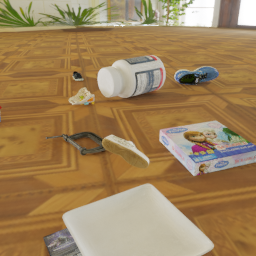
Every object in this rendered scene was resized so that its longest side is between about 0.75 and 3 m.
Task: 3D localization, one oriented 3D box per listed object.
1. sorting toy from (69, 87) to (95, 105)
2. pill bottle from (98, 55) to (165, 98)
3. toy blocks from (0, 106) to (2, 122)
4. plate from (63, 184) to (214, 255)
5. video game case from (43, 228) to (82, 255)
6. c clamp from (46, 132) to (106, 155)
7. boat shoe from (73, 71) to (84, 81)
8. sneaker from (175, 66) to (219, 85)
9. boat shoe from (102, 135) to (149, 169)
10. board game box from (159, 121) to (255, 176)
[{"bbox_3d":[-1.995,-1.219,11.840,0.937,0.556,1.040,-19,31,-19],"label":"sorting toy"},{"bbox_3d":[0.140,-2.289,12.655,2.826,1.690,1.690,-18,30,-34],"label":"pill bottle"},{"bbox_3d":[-5.080,-0.476,10.108,1.013,0.740,1.481,-1,27,-28],"label":"toy blocks"},{"bbox_3d":[0.095,1.960,5.164,2.081,0.337,2.086,-14,29,-26],"label":"plate"},{"bbox_3d":[-1.150,2.150,5.073,0.563,0.075,0.788,-14,27,-27],"label":"video game case"},{"bbox_3d":[-1.455,0.462,8.578,1.450,0.230,1.698,-16,27,-40],"label":"c clamp"},{"bbox_3d":[-2.783,-2.866,15.476,0.439,0.367,1.178,-10,28,-25],"label":"boat shoe"},{"bbox_3d":[3.598,-2.590,14.498,2.236,0.878,0.997,-8,32,2],"label":"sneaker"},{"bbox_3d":[0.006,0.510,6.763,1.268,0.449,0.440,30,40,13],"label":"boat shoe"},{"bbox_3d":[2.298,0.484,8.207,2.087,0.429,2.082,-9,26,-18],"label":"board game box"}]
